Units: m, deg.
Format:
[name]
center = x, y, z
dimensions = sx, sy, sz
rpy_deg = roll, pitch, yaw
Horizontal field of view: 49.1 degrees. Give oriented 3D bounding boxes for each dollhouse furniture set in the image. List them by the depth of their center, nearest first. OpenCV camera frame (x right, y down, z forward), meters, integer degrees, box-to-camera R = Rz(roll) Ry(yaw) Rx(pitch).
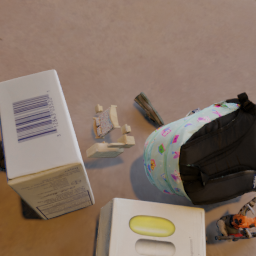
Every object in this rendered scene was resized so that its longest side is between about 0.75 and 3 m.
[dollhouse furniture set]
center = -0.585, -0.105, 6.476
dimensions = 0.727, 1.269, 1.488
rpy_deg = 3, 66, -35

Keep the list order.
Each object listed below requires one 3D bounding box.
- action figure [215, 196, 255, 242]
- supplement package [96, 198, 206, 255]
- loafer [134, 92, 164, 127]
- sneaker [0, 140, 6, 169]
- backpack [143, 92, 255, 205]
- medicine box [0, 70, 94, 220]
[action figure]
center = 2.292, 1.908, 5.663
dimensions = 1.202, 1.163, 0.629
rpy_deg = 14, 48, -35
[supplement package]
center = 0.354, 2.235, 5.012
dimensions = 1.691, 1.244, 1.617
rpy_deg = 10, 64, -12
[loafer]
center = 0.558, -0.452, 7.515
dimensions = 0.354, 0.404, 1.125
rpy_deg = -35, 67, 10
[sneaker]
center = -3.270, 0.817, 6.541
dimensions = 1.591, 0.905, 0.600
rpy_deg = -34, 52, 22
[backpack]
center = 1.605, 0.558, 5.818
dimensions = 2.512, 1.590, 2.096
rpy_deg = -19, 97, -32
[medicine box]
center = -1.617, 0.446, 5.754
dimensions = 1.201, 2.333, 2.125
rpy_deg = -16, 60, -11
